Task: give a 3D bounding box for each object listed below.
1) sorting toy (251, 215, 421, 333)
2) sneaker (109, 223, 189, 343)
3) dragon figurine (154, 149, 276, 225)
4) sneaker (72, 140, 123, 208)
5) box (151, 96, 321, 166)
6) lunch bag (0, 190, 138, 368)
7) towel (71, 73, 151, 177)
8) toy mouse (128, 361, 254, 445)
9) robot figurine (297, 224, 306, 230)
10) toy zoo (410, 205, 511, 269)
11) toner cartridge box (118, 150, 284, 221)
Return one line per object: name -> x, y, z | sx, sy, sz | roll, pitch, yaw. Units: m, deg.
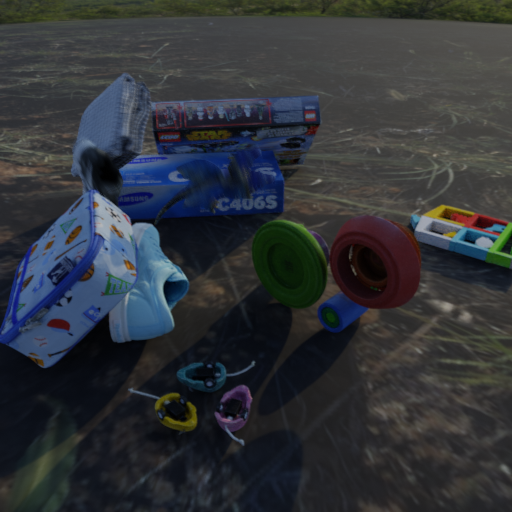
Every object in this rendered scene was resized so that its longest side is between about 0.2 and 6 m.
sorting toy -> 1.507, 0.145, 9.553 | 3.234, 1.943, 1.327 | 4, 24, 46
sneaker -> -1.779, 0.435, 9.961 | 1.207, 1.089, 2.947 | 0, 39, -3
dragon figurine -> -0.913, -1.270, 10.136 | 2.797, 0.823, 1.391 | -11, -4, 19
sneaker -> -3.099, -1.349, 11.447 | 0.902, 1.993, 0.662 | 22, 46, 31
box -> -0.568, -3.139, 14.688 | 4.086, 0.815, 2.798 | -4, -11, -6
lunch bag -> -3.108, 0.324, 9.189 | 2.383, 1.124, 2.974 | -40, 29, 9
towel -> -3.126, -2.711, 12.312 | 1.701, 0.879, 2.055 | -22, 57, 39
toy mouse -> -0.582, 1.992, 7.858 | 1.805, 0.349, 1.604 | 24, 38, 35
robot figurine -> 0.855, -0.256, 11.230 | 0.460, 0.796, 0.698 | 4, 43, 28
toy zoo -> 4.626, -0.518, 12.316 | 2.557, 0.262, 1.677 | 21, 36, 31
toner cartridge box -> -1.522, -1.784, 13.845 | 4.212, 0.909, 2.001 | -4, 31, -6
